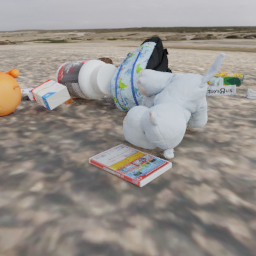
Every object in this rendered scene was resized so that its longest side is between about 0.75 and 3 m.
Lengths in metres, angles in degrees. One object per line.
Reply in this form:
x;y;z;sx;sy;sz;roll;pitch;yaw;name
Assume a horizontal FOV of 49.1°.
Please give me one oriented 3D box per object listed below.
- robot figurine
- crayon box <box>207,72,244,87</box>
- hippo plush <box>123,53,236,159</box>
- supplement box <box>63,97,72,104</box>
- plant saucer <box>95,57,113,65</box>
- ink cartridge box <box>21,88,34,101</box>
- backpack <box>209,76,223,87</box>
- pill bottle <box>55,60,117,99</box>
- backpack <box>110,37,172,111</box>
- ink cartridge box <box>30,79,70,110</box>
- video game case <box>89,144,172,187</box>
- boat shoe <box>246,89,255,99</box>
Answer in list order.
-5.137;-1.392;10.549;2.842;1.657;2.044;17;23;38;robot figurine
5.370;-2.792;15.829;2.065;0.525;1.311;11;23;27;crayon box
1.226;-0.206;7.678;2.940;2.342;2.364;0;47;40;hippo plush
-2.713;-1.243;12.111;0.267;0.276;0.801;-13;26;-33;supplement box
-1.740;-3.465;16.792;1.959;0.358;1.959;-13;48;15;plant saucer
-3.924;-1.607;12.894;2.031;0.398;1.010;-7;22;-21;ink cartridge box
4.470;-2.252;14.200;0.766;0.673;0.587;-21;26;-35;backpack
-1.675;-2.033;11.781;1.601;1.601;2.893;-19;20;-40;pill bottle
0.598;-1.817;10.823;2.272;2.411;2.955;-9;36;12;backpack
-2.939;-1.287;10.328;0.891;0.516;1.533;-38;42;-26;ink cartridge box
0.043;0.844;6.770;1.657;0.145;1.184;17;26;39;video game case
6.111;-1.615;12.565;1.473;0.628;0.544;7;22;18;boat shoe
